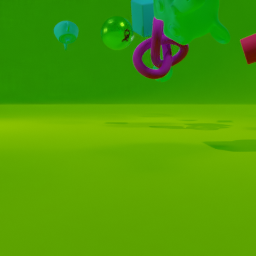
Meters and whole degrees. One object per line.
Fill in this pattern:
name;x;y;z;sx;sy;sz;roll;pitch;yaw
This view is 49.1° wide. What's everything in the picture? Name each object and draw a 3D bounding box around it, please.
cylinder;3.464;-2.157;7.484;0.713;0.713;0.713;-17;-3;25
monkey head;1.189;-2.282;5.046;1.153;1.913;1.376;-32;5;-14
teapot;-2.269;-3.444;10.369;0.883;0.695;1.420;-6;-17;-20
cone;1.417;-2.500;11.898;0.918;0.918;0.922;1;-2;12
ball;-0.344;-2.954;8.744;1.014;1.014;1.014;0;5;0
cube;0.781;-3.777;9.479;1.033;1.033;1.033;-15;34;-14
knot shape;1.094;-2.344;8.517;1.719;1.837;0.849;8;12;-40
